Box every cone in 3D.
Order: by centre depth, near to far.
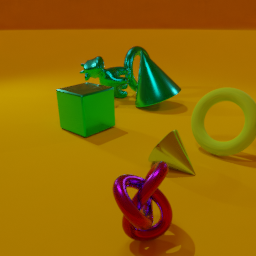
[{"bbox_3d":[0.984,0.620,5.408,0.848,0.844,0.844,43,40,22],"label":"cone"},{"bbox_3d":[0.716,-1.766,9.196,1.641,1.647,1.641,-20,16,6],"label":"cone"}]

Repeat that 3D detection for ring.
[{"bbox_3d":[2.035,-0.142,5.967,1.459,1.459,0.292,17,4,38],"label":"ring"},{"bbox_3d":[0.424,-2.306,11.039,0.361,1.803,1.803,3,19,35],"label":"ring"}]

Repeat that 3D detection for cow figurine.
[{"bbox_3d":[-0.821,-1.760,9.982,1.674,1.701,0.934,2,57,-1],"label":"cow figurine"}]

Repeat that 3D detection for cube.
[{"bbox_3d":[-1.092,-0.526,7.374,1.079,1.079,1.079,17,28,39],"label":"cube"}]

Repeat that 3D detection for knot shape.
[{"bbox_3d":[0.252,0.869,3.609,0.495,1.071,1.002,3,50,34],"label":"knot shape"}]
